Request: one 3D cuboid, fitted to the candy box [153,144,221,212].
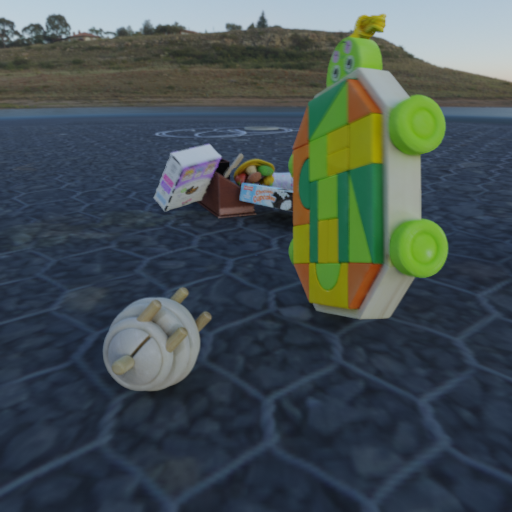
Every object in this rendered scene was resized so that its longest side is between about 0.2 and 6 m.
[{"bbox_3d":[-1.576,-1.774,12.770,1.178,1.405,0.503,-25,66,-43],"label":"candy box"}]

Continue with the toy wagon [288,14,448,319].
[{"bbox_3d":[1.235,-1.202,7.463,0.783,3.959,3.072,-1,0,-20],"label":"toy wagon"}]

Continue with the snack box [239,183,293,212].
[{"bbox_3d":[0.988,-1.214,12.570,2.479,0.460,1.440,17,10,43],"label":"snack box"}]

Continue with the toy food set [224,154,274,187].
[{"bbox_3d":[-0.053,-1.889,13.619,1.457,0.857,0.476,8,47,-48],"label":"toy food set"}]

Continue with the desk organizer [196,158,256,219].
[{"bbox_3d":[-0.943,-1.803,14.266,0.975,1.047,2.720,-7,19,-21],"label":"desk organizer"}]

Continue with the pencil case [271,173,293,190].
[{"bbox_3d":[0.609,-2.147,16.073,1.296,0.588,0.539,9,19,22],"label":"pencil case"}]

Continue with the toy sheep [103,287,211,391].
[{"bbox_3d":[-1.091,0.923,5.969,1.084,1.084,1.572,6,6,18],"label":"toy sheep"}]
